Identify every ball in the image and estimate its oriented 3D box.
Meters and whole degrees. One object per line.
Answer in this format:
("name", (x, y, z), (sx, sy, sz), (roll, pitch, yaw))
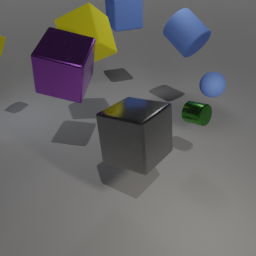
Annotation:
("ball", (2.320, -1.187, 7.684), (0.700, 0.700, 0.700), (0, 31, 0))

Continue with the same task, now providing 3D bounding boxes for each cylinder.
("cylinder", (2.392, -3.864, 11.440), (1.400, 1.400, 1.400), (-28, 73, -38))
("cylinder", (2.192, -0.471, 8.932), (0.700, 0.700, 0.700), (-25, 29, -35))

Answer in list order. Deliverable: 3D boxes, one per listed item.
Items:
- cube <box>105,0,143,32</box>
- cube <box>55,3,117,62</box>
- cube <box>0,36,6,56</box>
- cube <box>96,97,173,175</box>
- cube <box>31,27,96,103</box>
("cube", (-0.196, -5.504, 13.238), (1.400, 1.400, 1.400), (-13, 36, -16))
("cube", (-1.412, -3.139, 9.634), (1.400, 1.400, 1.400), (-17, -4, 21))
("cube", (-4.924, -3.028, 9.922), (0.700, 0.700, 0.700), (19, 7, 19))
("cube", (0.214, 0.134, 7.240), (1.400, 1.400, 1.400), (13, 31, 34))
("cube", (-1.815, -1.802, 8.102), (1.400, 1.400, 1.400), (13, 51, -1))
